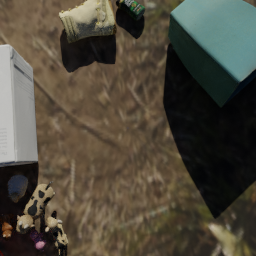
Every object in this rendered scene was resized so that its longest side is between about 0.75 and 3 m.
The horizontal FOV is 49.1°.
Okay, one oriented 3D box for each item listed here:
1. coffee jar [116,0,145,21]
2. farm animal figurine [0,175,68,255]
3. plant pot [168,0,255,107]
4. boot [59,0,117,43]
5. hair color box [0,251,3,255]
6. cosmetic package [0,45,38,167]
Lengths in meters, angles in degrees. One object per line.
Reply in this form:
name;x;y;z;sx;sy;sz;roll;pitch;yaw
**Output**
coffee jar;0.060;-3.388;7.816;0.802;0.342;0.418;38;84;5
farm animal figurine;-2.097;2.039;6.460;1.677;0.875;1.659;14;82;-9
plant pot;2.233;-2.141;6.999;1.716;1.717;2.429;-42;77;-6
boot;-1.202;-3.319;7.655;1.464;0.686;1.884;-14;86;-2
hair color box;-3.999;2.740;6.802;1.009;0.609;1.989;-34;84;-4
cosmetic package;-3.739;-0.323;6.723;2.622;1.617;2.630;-5;82;-1
